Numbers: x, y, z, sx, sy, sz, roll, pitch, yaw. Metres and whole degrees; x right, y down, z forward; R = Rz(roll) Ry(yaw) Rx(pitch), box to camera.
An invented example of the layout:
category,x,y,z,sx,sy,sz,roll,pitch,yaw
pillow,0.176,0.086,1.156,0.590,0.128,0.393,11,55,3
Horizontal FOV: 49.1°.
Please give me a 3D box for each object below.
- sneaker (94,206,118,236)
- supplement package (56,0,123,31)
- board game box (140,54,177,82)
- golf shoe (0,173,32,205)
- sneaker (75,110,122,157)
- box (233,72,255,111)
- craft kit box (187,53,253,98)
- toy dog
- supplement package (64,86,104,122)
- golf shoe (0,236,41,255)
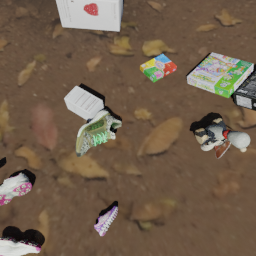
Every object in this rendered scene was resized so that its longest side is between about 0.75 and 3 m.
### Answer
category,x,y,z,sx,sy,sz,roll,pitch,yaw
sneaker,-0.609,2.470,7.652,0.389,0.354,0.880,26,64,23
supplement package,-1.456,-5.013,11.288,2.419,1.466,1.448,5,60,3
board game box,1.112,-2.216,10.313,1.081,0.218,0.827,-31,62,-19
golf shoe,-3.469,1.775,8.012,1.368,0.515,0.626,-23,49,-16
sneaker,-0.842,0.176,8.441,0.881,0.764,1.988,17,46,22
box,5.118,-1.198,8.965,2.084,0.566,2.602,-40,40,-21
craft kit box,3.229,-1.910,9.874,1.644,0.399,1.624,29,65,36
toy dog,2.747,0.421,8.084,1.306,0.953,1.980,-21,15,11
supplement package,-1.437,-0.771,9.309,1.114,0.651,0.653,31,66,17
golf shoe,-2.851,3.161,7.242,1.208,0.455,0.553,6,75,7
